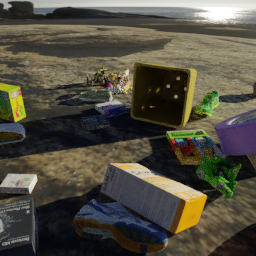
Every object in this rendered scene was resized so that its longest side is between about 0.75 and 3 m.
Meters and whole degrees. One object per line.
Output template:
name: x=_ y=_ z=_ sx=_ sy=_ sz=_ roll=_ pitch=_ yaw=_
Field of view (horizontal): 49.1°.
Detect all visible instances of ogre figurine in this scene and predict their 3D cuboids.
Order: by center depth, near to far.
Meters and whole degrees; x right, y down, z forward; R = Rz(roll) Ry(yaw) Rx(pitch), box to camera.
ogre figurine: x=2.501 y=1.233 z=7.830 sx=1.026 sy=0.839 sz=1.711 roll=27 pitch=49 yaw=12

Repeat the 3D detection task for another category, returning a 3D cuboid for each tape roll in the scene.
tape roll: x=4.181 y=-0.036 z=8.759 sx=2.712 sy=0.890 sz=2.712 roll=-20 pitch=2 yaw=1

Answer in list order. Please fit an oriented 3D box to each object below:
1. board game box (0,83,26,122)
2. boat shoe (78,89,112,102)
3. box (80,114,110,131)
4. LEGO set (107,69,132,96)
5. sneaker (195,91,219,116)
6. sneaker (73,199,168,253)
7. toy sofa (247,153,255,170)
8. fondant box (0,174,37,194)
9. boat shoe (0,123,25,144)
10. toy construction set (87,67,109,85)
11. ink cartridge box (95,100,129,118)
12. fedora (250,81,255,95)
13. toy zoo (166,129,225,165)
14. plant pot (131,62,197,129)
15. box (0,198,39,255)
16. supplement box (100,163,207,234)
board game box: x=-5.665 y=-1.215 z=11.890 sx=2.662 sy=1.352 sz=0.634 roll=13 pitch=32 yaw=23
boat shoe: x=-1.590 y=-1.614 z=13.573 sx=1.694 sy=0.525 sz=0.610 roll=3 pitch=27 yaw=5
box: x=-1.318 y=-0.230 z=11.187 sx=1.047 sy=0.257 sz=0.844 roll=-9 pitch=27 yaw=-17
LEGO set: x=-0.453 y=-2.734 z=15.153 sx=1.319 sy=1.067 sz=2.867 roll=-2 pitch=27 yaw=-3
sneaker: x=3.473 y=-1.123 z=12.281 sx=0.741 sy=0.836 sz=2.000 roll=15 pitch=32 yaw=25
sneaker: x=-0.119 y=2.036 z=6.200 sx=2.122 sy=0.799 sz=0.935 roll=10 pitch=29 yaw=17
toy sofa: x=4.856 y=0.655 z=8.929 sx=2.362 sy=1.153 sz=0.978 roll=-8 pitch=53 yaw=-16
fondant box: x=-3.028 y=1.541 z=7.768 sx=0.815 sy=0.238 sz=0.588 roll=0 pitch=27 yaw=2
boat shoe: x=-4.635 y=0.339 z=9.674 sx=2.082 sy=0.769 sz=0.888 roll=-1 pitch=29 yaw=-24
toy construction set: x=-1.699 y=-2.982 z=15.757 sx=1.256 sy=0.965 sz=1.047 roll=-9 pitch=28 yaw=-16
ink cartridge box: x=-0.702 y=-0.879 z=12.472 sx=1.127 sy=0.249 sz=1.148 roll=-17 pitch=31 yaw=-31
fedora: x=6.790 y=-1.962 z=14.199 sx=1.274 sy=0.575 sz=1.127 roll=-8 pitch=29 yaw=-19
toy zoo: x=2.266 y=0.668 z=9.470 sx=1.434 sy=0.224 sz=2.186 roll=-3 pitch=27 yaw=-7
plant pot: x=1.689 y=-1.540 z=11.748 sx=2.297 sy=2.282 sz=2.350 roll=13 pitch=21 yaw=24
box: x=-2.564 y=2.260 z=5.804 sx=1.285 sy=0.767 sz=1.307 roll=-8 pitch=30 yaw=-15
supplement box: x=0.592 y=1.542 z=6.635 sx=2.106 sy=0.774 sz=1.327 roll=20 pitch=5 yaw=34
